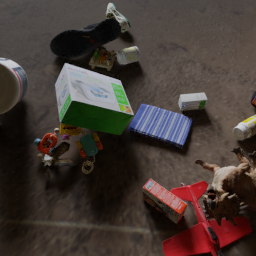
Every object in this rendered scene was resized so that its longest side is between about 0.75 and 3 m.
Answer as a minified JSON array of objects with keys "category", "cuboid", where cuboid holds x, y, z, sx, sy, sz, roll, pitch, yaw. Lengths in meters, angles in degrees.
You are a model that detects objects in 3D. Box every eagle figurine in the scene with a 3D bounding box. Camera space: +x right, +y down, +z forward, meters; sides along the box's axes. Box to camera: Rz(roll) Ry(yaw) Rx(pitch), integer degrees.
[{"category":"eagle figurine","cuboid":[-1.950,0.851,7.907,0.913,0.693,0.689,-23,34,-12]}]

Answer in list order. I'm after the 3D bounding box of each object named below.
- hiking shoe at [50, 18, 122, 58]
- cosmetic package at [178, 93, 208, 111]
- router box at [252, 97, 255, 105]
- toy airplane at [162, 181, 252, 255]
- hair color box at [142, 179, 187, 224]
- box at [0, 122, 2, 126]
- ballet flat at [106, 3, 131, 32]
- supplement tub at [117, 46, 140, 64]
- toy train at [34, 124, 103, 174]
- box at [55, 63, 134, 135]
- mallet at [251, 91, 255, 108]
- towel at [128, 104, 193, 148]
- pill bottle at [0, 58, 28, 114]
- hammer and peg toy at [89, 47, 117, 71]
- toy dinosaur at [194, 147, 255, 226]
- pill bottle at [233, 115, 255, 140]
[{"category":"hiking shoe","cuboid":[-1.640,-3.567,11.395,2.971,1.125,1.495,-13,14,8]},{"category":"cosmetic package","cuboid":[2.169,-0.886,9.418,0.852,0.459,0.362,-8,52,-4]},{"category":"router box","cuboid":[5.716,-0.975,8.954,2.478,0.674,2.760,37,53,18]},{"category":"toy airplane","cuboid":[1.846,2.237,6.831,2.347,0.432,2.347,1,50,-1]},{"category":"hair color box","cuboid":[0.892,1.840,7.041,1.109,0.615,0.355,33,57,25]},{"category":"box","cuboid":[-5.497,-0.096,8.715,1.852,0.512,2.312,36,59,26]},{"category":"ballet flat","cuboid":[-0.616,-5.044,12.809,0.736,0.736,2.119,-20,54,-16]},{"category":"supplement tub","cuboid":[0.011,-2.825,10.950,0.805,0.584,0.584,-17,52,-13]},{"category":"toy train","cuboid":[-1.685,0.529,8.253,1.896,0.527,1.424,25,80,7]},{"category":"box","cuboid":[-1.067,-0.843,8.526,1.988,0.961,1.754,13,41,-31]},{"category":"mallet","cuboid":[5.330,-0.679,9.322,2.388,0.492,0.787,24,50,13]},{"category":"towel","cuboid":[1.048,-0.104,8.972,1.818,0.217,1.316,18,50,13]},{"category":"pill bottle","cuboid":[-3.890,-1.351,8.529,1.521,1.521,2.544,-10,16,-9]},{"category":"hammer and peg toy","cuboid":[-0.901,-2.829,11.035,0.949,0.455,1.291,11,51,9]},{"category":"toy dinosaur","cuboid":[2.766,1.582,6.854,2.791,1.198,1.891,12,55,-17]},{"category":"pill bottle","cuboid":[3.729,-0.003,8.639,0.917,0.524,0.524,-25,54,-20]}]
